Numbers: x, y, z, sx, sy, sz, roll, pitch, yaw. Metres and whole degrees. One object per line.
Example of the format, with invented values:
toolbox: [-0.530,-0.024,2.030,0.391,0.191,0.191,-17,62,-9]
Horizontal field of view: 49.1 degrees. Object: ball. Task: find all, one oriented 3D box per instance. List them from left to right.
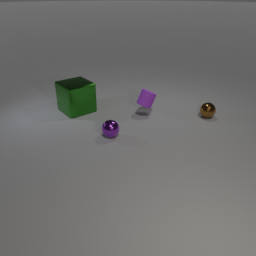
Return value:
ball: [-0.685,0.021,11.016,0.700,0.700,0.700,0,28,0]
ball: [3.579,-0.796,12.561,0.700,0.700,0.700,0,28,0]

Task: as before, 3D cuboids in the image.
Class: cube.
cube: [-2.420,-1.463,13.068,1.400,1.400,1.400,-20,34,-32]

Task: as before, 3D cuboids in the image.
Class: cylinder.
cylinder: [0.831,-1.323,12.593,0.700,0.700,0.700,22,12,-5]
